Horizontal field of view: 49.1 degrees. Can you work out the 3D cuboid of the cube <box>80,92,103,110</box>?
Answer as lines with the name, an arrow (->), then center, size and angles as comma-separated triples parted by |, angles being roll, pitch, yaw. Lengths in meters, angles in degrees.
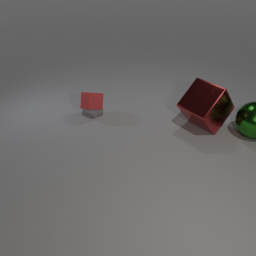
cube -> -1.527, -1.146, 11.841 | 0.700, 0.700, 0.700 | -2, 9, -39

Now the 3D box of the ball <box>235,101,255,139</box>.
ball -> 4.789, -0.302, 10.573 | 1.400, 1.400, 1.400 | 0, 32, 0

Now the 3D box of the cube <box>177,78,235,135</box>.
cube -> 3.039, -0.850, 10.937 | 1.400, 1.400, 1.400 | 34, 86, 42
